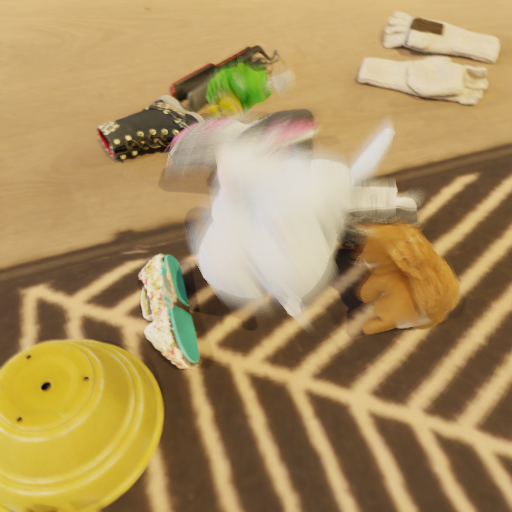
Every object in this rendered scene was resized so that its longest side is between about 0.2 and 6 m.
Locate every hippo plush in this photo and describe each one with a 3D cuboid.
[{"bbox_3d":[0.445,-0.149,7.656,2.767,2.204,2.225,1,44,18],"label":"hippo plush"}]

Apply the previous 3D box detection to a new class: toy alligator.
[{"bbox_3d":[-0.298,-3.236,10.711,0.967,0.885,3.261,-46,16,-17],"label":"toy alligator"}]

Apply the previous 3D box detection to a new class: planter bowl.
[{"bbox_3d":[-2.614,1.935,7.311,2.653,1.105,2.653,0,47,0],"label":"planter bowl"}]

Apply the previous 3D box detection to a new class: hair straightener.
[{"bbox_3d":[-0.488,-4.230,13.378,1.267,0.674,3.292,33,51,26],"label":"hair straightener"}]

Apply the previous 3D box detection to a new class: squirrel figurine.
[{"bbox_3d":[2.161,0.175,8.122,1.189,1.680,1.568,-3,68,-19],"label":"squirrel figurine"}]

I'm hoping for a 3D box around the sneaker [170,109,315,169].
[{"bbox_3d":[-0.238,-1.702,9.700,2.609,1.126,1.048,-2,35,15],"label":"sneaker"}]

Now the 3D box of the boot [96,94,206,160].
[{"bbox_3d":[-2.013,-2.347,11.409,1.818,0.869,2.407,-28,49,-20],"label":"boot"}]

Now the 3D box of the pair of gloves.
[{"bbox_3d":[4.399,-5.010,13.990,2.997,0.618,3.525,20,51,17],"label":"pair of gloves"}]

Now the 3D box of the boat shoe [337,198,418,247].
[{"bbox_3d":[1.841,-0.520,9.879,2.150,0.752,0.712,-6,69,-11],"label":"boat shoe"}]

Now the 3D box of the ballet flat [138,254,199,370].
[{"bbox_3d":[-1.384,0.921,8.601,0.716,0.848,2.241,-31,43,12],"label":"ballet flat"}]
